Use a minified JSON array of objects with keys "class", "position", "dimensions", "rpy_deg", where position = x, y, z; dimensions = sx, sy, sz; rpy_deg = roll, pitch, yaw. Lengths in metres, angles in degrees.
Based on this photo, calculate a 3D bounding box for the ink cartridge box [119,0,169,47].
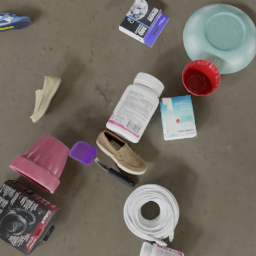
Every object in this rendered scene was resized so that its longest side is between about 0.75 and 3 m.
[{"class":"ink cartridge box","position":[0.658,-4.197,11.092],"dimensions":[1.512,0.328,1.498],"rpy_deg":[30,81,3]}]

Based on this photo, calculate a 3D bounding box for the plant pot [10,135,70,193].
[{"class":"plant pot","position":[-2.884,1.150,9.669],"dimensions":[1.707,1.707,1.528],"rpy_deg":[29,67,4]}]

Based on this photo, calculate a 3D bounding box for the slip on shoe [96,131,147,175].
[{"class":"slip on shoe","position":[-0.184,0.847,10.006],"dimensions":[2.104,0.637,0.800],"rpy_deg":[39,47,10]}]

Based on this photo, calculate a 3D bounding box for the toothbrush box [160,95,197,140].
[{"class":"toothbrush box","position":[1.820,-0.362,10.317],"dimensions":[1.096,0.638,1.497],"rpy_deg":[-5,82,-1]}]

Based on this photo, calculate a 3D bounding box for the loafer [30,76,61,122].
[{"class":"loafer","position":[-3.138,-1.107,10.299],"dimensions":[0.640,0.709,1.875],"rpy_deg":[28,84,-17]}]

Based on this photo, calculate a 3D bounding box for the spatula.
[{"class":"spatula","position":[-0.829,1.367,10.019],"dimensions":[2.654,0.273,0.750],"rpy_deg":[35,60,-9]}]

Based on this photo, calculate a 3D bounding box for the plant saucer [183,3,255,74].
[{"class":"plant saucer","position":[3.684,-3.618,10.879],"dimensions":[3.004,0.578,3.004],"rpy_deg":[0,80,0]}]

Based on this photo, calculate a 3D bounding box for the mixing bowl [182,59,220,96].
[{"class":"mixing bowl","position":[2.657,-1.769,10.485],"dimensions":[1.382,0.748,1.382],"rpy_deg":[0,80,0]}]

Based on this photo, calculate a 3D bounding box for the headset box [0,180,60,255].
[{"class":"headset box","position":[-3.607,3.080,9.645],"dimensions":[2.258,0.872,1.680],"rpy_deg":[30,82,4]}]

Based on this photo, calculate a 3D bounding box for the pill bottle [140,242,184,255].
[{"class":"pill bottle","position":[1.122,4.405,9.480],"dimensions":[1.382,0.783,0.783],"rpy_deg":[18,81,3]}]

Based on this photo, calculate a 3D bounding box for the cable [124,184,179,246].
[{"class":"cable","position":[0.810,2.888,9.711],"dimensions":[1.890,0.654,1.890],"rpy_deg":[18,87,4]}]

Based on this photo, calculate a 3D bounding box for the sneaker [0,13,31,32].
[{"class":"sneaker","position":[-4.594,-4.227,10.978],"dimensions":[1.550,0.573,0.637],"rpy_deg":[-7,79,-2]}]

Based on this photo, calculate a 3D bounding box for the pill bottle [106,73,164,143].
[{"class":"pill bottle","position":[0.302,-0.740,10.042],"dimensions":[1.289,1.289,2.274],"rpy_deg":[29,82,4]}]
